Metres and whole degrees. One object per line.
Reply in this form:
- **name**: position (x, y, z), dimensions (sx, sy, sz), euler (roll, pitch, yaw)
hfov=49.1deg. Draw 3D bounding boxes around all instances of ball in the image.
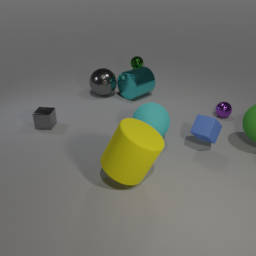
- **ball**: position (-1.262, -2.329, 14.225), dimensions (1.400, 1.400, 1.400), euler (0, 29, 0)
- **ball**: position (0.477, -3.441, 14.815), dimensions (0.700, 0.700, 0.700), euler (0, 29, 0)
- **ball**: position (0.847, -0.237, 10.367), dimensions (1.400, 1.400, 1.400), euler (0, 29, 0)
- **ball**: position (4.605, -0.167, 9.419), dimensions (1.400, 1.400, 1.400), euler (0, 29, 0)
- **ball**: position (4.156, -0.797, 12.170), dimensions (0.700, 0.700, 0.700), euler (0, 29, 0)

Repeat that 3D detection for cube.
- **cube**: position (-3.385, -0.399, 11.431), dimensions (0.700, 0.700, 0.700), euler (3, 28, 5)
- **cube**: position (2.695, 0.032, 9.642), dimensions (0.700, 0.700, 0.700), euler (19, -10, 42)

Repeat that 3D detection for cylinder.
- **cylinder**: position (0.110, 0.669, 8.037), dimensions (1.400, 1.400, 1.400), euler (23, 28, -13)
- **cylinder**: position (0.415, -2.275, 14.103), dimensions (1.400, 1.400, 1.400), euler (-25, 37, -37)
